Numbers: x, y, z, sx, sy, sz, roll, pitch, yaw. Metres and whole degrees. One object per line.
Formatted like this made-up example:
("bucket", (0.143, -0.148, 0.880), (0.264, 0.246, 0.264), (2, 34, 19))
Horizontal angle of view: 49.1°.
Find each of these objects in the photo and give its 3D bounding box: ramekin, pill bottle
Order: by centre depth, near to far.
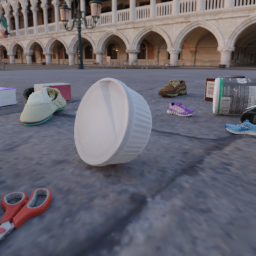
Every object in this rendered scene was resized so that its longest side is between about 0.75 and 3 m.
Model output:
("ramekin", (-0.256, -0.064, 5.166), (0.747, 1.604, 1.604), (12, 3, -40))
("pill bottle", (4.074, -1.043, 9.496), (2.227, 1.260, 1.260), (4, 15, 14))

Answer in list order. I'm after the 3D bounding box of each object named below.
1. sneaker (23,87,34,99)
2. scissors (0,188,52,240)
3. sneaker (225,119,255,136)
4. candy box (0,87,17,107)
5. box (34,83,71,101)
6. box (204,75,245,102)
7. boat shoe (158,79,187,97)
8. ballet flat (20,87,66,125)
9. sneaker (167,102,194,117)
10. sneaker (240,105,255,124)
("sneaker", (-4.066, -1.783, 13.526), (1.954, 0.737, 0.774), (-7, 14, -26))
("scissors", (-1.335, 1.126, 3.212), (0.675, 0.129, 1.845), (1, 13, -5))
("sneaker", (3.025, -0.061, 7.332), (0.922, 0.415, 0.361), (4, 15, 15))
("candy box", (-5.948, -1.283, 11.550), (1.978, 0.708, 1.660), (8, 16, 28))
("box", (-3.425, -1.626, 12.784), (1.411, 0.769, 0.902), (-13, 19, -41))
("box", (4.572, -1.891, 13.202), (2.172, 1.087, 0.814), (-10, 18, -36))
("boat shoe", (2.322, -2.103, 14.534), (0.859, 0.838, 2.270), (10, 18, 36))
("ballet flat", (-2.845, -0.856, 9.385), (1.011, 1.011, 2.912), (1, 14, 2))
("sneaker", (1.804, -0.668, 9.664), (0.416, 0.457, 1.033), (-12, 20, -43))
("sneaker", (3.826, -0.178, 7.255), (1.769, 0.710, 0.764), (7, 17, 30))
